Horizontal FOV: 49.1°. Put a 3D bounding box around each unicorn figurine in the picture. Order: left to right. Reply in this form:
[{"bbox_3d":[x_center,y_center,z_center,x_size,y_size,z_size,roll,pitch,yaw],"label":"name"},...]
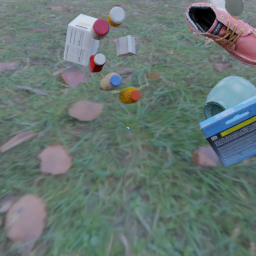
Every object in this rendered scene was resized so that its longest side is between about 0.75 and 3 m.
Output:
[{"bbox_3d":[2.811,-4.217,8.943,1.945,2.832,1.046,-15,22,-7],"label":"unicorn figurine"}]

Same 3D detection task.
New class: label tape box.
[{"bbox_3d":[1.761,-0.036,4.442,1.062,1.472,0.466,-28,49,16],"label":"label tape box"}]

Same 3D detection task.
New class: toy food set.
[{"bbox_3d":[-0.286,-1.617,6.222,1.047,2.194,0.987,-5,6,-14],"label":"toy food set"}]

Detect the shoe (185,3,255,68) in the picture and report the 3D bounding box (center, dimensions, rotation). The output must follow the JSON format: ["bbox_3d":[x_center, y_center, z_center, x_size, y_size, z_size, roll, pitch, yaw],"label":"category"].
[{"bbox_3d":[2.461,-2.267,6.855,1.105,0.868,2.430,-8,48,-42],"label":"shoe"}]

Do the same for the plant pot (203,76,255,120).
[{"bbox_3d":[1.824,-0.364,5.157,0.663,0.990,0.990,-31,48,-25],"label":"plant pot"}]

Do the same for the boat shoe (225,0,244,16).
[{"bbox_3d":[1.821,-2.363,4.916,0.332,0.923,0.275,-6,63,36],"label":"boat shoe"}]

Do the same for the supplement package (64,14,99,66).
[{"bbox_3d":[-1.156,-2.338,7.395,0.659,0.926,1.189,16,35,-3],"label":"supplement package"}]
